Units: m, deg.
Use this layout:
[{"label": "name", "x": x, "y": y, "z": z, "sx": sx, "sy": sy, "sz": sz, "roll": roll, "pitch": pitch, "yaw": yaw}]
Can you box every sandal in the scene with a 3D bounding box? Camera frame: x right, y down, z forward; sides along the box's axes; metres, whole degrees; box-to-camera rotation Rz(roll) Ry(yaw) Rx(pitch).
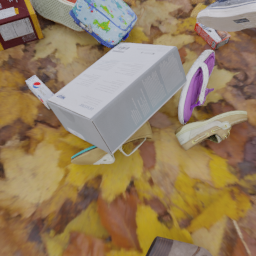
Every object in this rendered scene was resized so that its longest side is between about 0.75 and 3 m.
[{"label": "sandal", "x": 2.091, "y": -1.266, "z": 7.867, "sx": 0.668, "sy": 1.106, "sz": 2.718, "roll": 11, "pitch": 58, "yaw": 30}]

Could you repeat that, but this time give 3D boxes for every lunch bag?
[{"label": "lunch bag", "x": -0.652, "y": -3.435, "z": 8.627, "sx": 1.753, "sy": 0.899, "sz": 2.181, "roll": 36, "pitch": 36, "yaw": -11}]

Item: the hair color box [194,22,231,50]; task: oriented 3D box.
[{"label": "hair color box", "x": 2.832, "y": -3.219, "z": 9.443, "sx": 0.618, "sy": 0.356, "sz": 1.113, "roll": -28, "pitch": 66, "yaw": -15}]

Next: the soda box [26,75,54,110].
[{"label": "soda box", "x": -2.524, "y": -1.055, "z": 8.229, "sx": 0.348, "sy": 0.372, "sz": 1.094, "roll": -38, "pitch": 67, "yaw": -19}]

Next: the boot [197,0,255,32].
[{"label": "boot", "x": 2.743, "y": -3.042, "z": 6.705, "sx": 0.902, "sy": 2.479, "sz": 1.120, "roll": 19, "pitch": 95, "yaw": -31}]

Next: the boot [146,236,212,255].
[{"label": "boot", "x": 0.896, "y": 3.449, "z": 5.536, "sx": 1.771, "sy": 0.851, "sz": 2.423, "roll": 31, "pitch": 76, "yaw": 4}]

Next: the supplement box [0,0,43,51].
[{"label": "supplement box", "x": -3.852, "y": -3.633, "z": 9.285, "sx": 1.530, "sy": 1.016, "sz": 1.509, "roll": -21, "pitch": 63, "yaw": -11}]

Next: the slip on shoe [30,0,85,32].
[{"label": "slip on shoe", "x": -2.319, "y": -4.188, "z": 9.688, "sx": 2.826, "sy": 1.047, "sz": 0.865, "roll": 32, "pitch": 32, "yaw": 14}]

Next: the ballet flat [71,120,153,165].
[{"label": "ballet flat", "x": -0.328, "y": 0.507, "z": 7.191, "sx": 2.280, "sy": 0.782, "sz": 0.719, "roll": -29, "pitch": 89, "yaw": -13}]

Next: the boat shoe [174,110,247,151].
[{"label": "boat shoe", "x": 2.282, "y": 0.081, "z": 7.461, "sx": 2.063, "sy": 0.764, "sz": 0.685, "roll": -17, "pitch": 75, "yaw": -7}]

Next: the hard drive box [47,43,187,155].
[{"label": "hard drive box", "x": -0.290, "y": -0.953, "z": 7.221, "sx": 2.853, "sy": 1.096, "sz": 2.224, "roll": -43, "pitch": 38, "yaw": -21}]
